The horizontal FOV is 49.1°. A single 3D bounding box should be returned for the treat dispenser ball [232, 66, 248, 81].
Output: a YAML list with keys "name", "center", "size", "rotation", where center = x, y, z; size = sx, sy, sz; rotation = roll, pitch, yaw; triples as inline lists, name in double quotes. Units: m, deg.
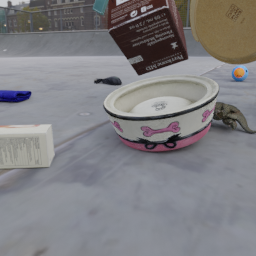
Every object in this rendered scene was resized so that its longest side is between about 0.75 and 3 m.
- name: "treat dispenser ball"
  center: [6.839, -3.335, 17.132]
  size: [0.955, 0.955, 0.955]
  rotation: [0, 17, 0]

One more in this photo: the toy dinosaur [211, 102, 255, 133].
- name: "toy dinosaur"
  center: [2.673, -0.430, 7.989]
  size: [2.253, 0.867, 1.152]
  rotation: [7, 25, 31]

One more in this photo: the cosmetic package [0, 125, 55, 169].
- name: "cosmetic package"
  center: [-2.283, 0.360, 5.605]
  size: [1.469, 0.759, 0.641]
  rotation: [0, 17, -4]

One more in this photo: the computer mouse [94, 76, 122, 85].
- name: "computer mouse"
  center: [-1.065, -2.778, 16.180]
  size: [1.716, 0.452, 1.189]
  rotation: [16, 22, 41]

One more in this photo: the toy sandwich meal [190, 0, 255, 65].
- name: "toy sandwich meal"
  center: [2.424, -2.496, 6.104]
  size: [2.400, 2.400, 0.822]
  rotation: [16, 28, 42]

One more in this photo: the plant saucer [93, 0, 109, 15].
- name: "plant saucer"
  center: [-0.685, -3.850, 7.992]
  size: [0.397, 1.135, 0.108]
  rotation: [33, 29, 12]

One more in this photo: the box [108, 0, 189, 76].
- name: "box"
  center: [0.749, -3.676, 10.055]
  size: [2.108, 2.087, 2.541]
  rotation: [-15, -33, 21]

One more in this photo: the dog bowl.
- name: "dog bowl"
  center: [0.825, -0.419, 6.892]
  size: [2.750, 1.014, 2.750]
  rotation: [-9, 25, 4]

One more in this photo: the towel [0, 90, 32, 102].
- name: "towel"
  center: [-5.103, -1.336, 11.727]
  size: [1.728, 0.428, 1.276]
  rotation: [3, 11, 10]
